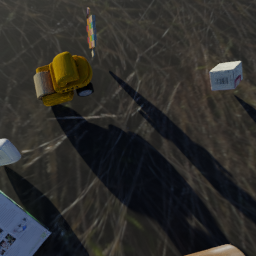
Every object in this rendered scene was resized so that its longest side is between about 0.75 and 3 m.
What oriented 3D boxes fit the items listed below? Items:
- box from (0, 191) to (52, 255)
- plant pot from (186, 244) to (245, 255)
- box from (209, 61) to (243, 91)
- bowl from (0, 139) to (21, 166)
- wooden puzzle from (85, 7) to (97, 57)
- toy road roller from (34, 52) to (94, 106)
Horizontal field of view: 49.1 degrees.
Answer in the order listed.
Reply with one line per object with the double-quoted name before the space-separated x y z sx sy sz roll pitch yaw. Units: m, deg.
"box" -2.876 2.256 5.980 0.376 2.068 1.493 7 51 52
"plant pot" 1.579 3.257 5.582 1.702 1.719 1.719 -12 64 -16
"box" 2.840 -1.506 8.070 0.671 0.571 1.049 0 22 34
"bowl" -3.259 0.682 7.224 0.755 0.756 0.282 -13 38 14
"wooden puzzle" -1.130 -2.967 8.703 0.106 0.894 1.507 -8 102 -18
"toy road roller" -1.885 -1.446 7.876 1.782 1.301 1.095 -16 78 4
